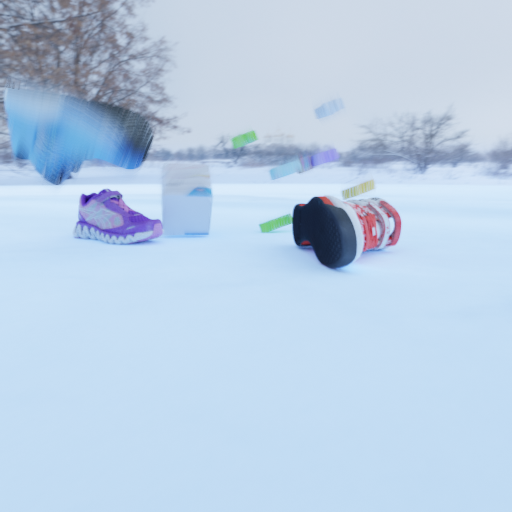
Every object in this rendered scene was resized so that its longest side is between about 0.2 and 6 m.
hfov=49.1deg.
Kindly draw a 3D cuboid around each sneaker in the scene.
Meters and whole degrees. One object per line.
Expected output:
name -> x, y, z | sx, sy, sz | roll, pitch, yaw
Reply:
sneaker -> -2.745, -0.790, 10.876 | 2.296, 1.015, 0.923 | 8, 11, 36
sneaker -> 1.620, -0.477, 8.809 | 1.631, 1.016, 3.043 | -4, 7, -7
sneaker -> -2.860, -1.779, 8.981 | 3.090, 1.390, 1.211 | 21, 19, 34

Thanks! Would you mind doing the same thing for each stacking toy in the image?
stacking toy -> 1.067, -2.018, 12.416 | 2.927, 2.206, 0.688 | -23, 5, -19

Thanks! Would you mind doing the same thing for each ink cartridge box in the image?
ink cartridge box -> -1.455, -1.186, 11.562 | 0.965, 0.961, 1.316 | 1, 37, -9
